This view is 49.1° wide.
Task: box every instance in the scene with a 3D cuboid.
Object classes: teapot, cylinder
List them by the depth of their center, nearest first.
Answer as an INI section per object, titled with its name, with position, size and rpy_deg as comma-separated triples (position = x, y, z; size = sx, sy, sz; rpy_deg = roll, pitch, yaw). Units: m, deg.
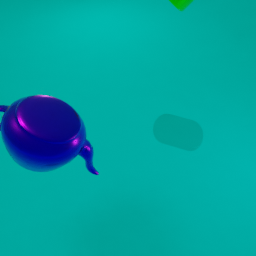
[teapot]
position = -1.227, 0.167, 4.234
size = 1.963, 0.961, 1.221
rpy_deg = 25, 39, -11
[cylinder]
position = 1.408, -3.720, 6.970
size = 1.105, 1.105, 1.105
rpy_deg = 35, 33, -27
